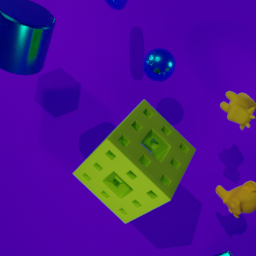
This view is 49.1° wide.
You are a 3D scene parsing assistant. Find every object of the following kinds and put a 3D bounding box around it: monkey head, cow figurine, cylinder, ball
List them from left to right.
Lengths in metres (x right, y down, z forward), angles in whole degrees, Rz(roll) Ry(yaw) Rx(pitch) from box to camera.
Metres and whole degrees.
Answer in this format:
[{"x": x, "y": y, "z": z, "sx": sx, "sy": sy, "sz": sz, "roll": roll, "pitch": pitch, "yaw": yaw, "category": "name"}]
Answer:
[{"x": -1.950, "y": -1.671, "z": 5.126, "sx": 1.021, "sy": 1.021, "sz": 1.021, "roll": 34, "pitch": 127, "yaw": 4, "category": "cylinder"}, {"x": 0.787, "y": -1.599, "z": 7.110, "sx": 0.838, "sy": 0.838, "sz": 0.838, "roll": 0, "pitch": 83, "yaw": 0, "category": "ball"}, {"x": 2.495, "y": 1.527, "z": 6.315, "sx": 0.729, "sy": 1.209, "sz": 0.870, "roll": -34, "pitch": 55, "yaw": -11, "category": "monkey head"}, {"x": 2.496, "y": -0.398, "z": 6.091, "sx": 1.017, "sy": 1.001, "sz": 0.558, "roll": -2, "pitch": 126, "yaw": -32, "category": "cow figurine"}]

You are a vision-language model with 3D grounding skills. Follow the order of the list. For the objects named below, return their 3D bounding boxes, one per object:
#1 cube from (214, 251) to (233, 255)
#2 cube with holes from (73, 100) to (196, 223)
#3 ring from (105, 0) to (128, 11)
[{"x": 1.949, "y": 3.434, "z": 6.073, "sx": 1.120, "sy": 1.120, "sz": 1.120, "roll": -26, "pitch": 59, "yaw": 9, "category": "cube"}, {"x": 0.130, "y": 0.629, "z": 5.254, "sx": 1.375, "sy": 1.375, "sz": 1.375, "roll": 44, "pitch": 44, "yaw": -2, "category": "cube with holes"}, {"x": -0.405, "y": -3.806, "z": 6.884, "sx": 0.346, "sy": 1.729, "sz": 1.729, "roll": -6, "pitch": 82, "yaw": 20, "category": "ring"}]
